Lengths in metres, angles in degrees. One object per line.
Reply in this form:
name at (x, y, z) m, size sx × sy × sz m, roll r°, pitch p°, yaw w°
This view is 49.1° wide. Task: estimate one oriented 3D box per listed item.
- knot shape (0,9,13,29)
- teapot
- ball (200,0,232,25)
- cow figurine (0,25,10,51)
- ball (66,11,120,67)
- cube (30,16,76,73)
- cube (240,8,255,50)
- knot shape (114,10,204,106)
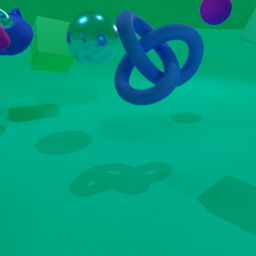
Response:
knot shape at (-2.549, -2.215, 5.166) m, size 0.493 × 1.067 × 0.998 m, roll -31°, pitch 73°, yaw -9°
teapot at (-3.387, -2.657, 7.856) m, size 1.266 × 0.997 × 2.036 m, roll -1°, pitch 55°, yaw 14°
ball at (2.869, -3.903, 9.167) m, size 1.015 × 1.015 × 1.015 m, roll 0°, pitch 21°, yaw 0°
cow figurine at (-2.535, -1.170, 4.409) m, size 1.402 × 0.770 × 1.380 m, roll -40°, pitch 36°, yaw -12°
ball at (-0.919, -2.327, 7.374) m, size 1.395 × 1.395 × 1.395 m, roll 0°, pitch 21°, yaw 0°
cube at (-2.598, -2.808, 9.667) m, size 1.313 × 1.313 × 1.313 m, roll 1°, pitch -14°, yaw -28°
cube at (2.885, -1.788, 4.971) m, size 1.052 × 1.052 × 1.052 m, roll 4°, pitch 27°, yaw -45°
knot shape at (0.448, -1.571, 5.726) m, size 2.047 × 1.916 × 0.946 m, roll -36°, pitch 2°, yaw -18°
